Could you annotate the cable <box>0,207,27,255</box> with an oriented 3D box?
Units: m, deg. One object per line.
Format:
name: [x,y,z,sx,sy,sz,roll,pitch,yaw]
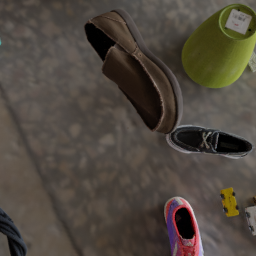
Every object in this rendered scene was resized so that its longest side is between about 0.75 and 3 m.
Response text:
cable: [-3.350,2.665,6.184,2.385,0.606,1.946,40,82,9]

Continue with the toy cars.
toy cars: [2.630,1.914,6.528,1.337,0.296,0.600,36,89,2]

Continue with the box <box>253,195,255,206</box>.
box: [3.916,2.036,6.557,1.634,0.174,1.336,-15,80,-2]

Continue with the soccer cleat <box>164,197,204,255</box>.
soccer cleat: [1.298,2.662,6.109,0.767,0.823,2.248,-11,80,-2]

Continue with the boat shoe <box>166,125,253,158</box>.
boat shoe: [1.913,0.323,6.603,1.962,0.665,0.704,13,80,2]

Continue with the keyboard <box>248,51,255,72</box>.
keyboard: [3.160,-1.940,7.318,0.277,0.052,0.982,-23,81,-4]

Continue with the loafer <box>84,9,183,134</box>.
loafer: [-0.027,-0.796,4.076,0.784,0.806,2.208,-16,63,-29]

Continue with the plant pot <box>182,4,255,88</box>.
plant pot: [2.199,-1.979,6.437,1.651,1.764,1.651,0,80,2]
